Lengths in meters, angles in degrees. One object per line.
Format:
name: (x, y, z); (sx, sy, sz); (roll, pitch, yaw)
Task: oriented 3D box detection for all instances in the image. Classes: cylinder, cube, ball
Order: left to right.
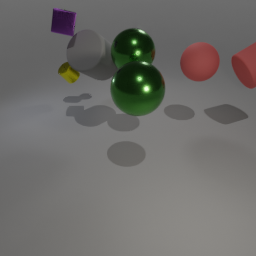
cube: (-2.036, -3.378, 8.920); (0.700, 0.700, 0.700); (8, 22, -13)
cylinder: (-2.623, -2.452, 12.454); (0.700, 0.700, 0.700); (-18, 52, 24)
cylinder: (-1.158, -2.462, 9.655); (1.400, 1.400, 1.400); (14, 2, 22)
ball: (0.158, -2.375, 8.744); (1.400, 1.400, 1.400); (0, 31, 0)
ball: (0.248, -0.996, 7.131); (1.400, 1.400, 1.400); (0, 31, 0)
ball: (2.623, -2.412, 10.259); (1.400, 1.400, 1.400); (0, 31, 0)
cylinder: (4.722, -2.354, 10.089); (1.400, 1.400, 1.400); (-30, 33, 5)
